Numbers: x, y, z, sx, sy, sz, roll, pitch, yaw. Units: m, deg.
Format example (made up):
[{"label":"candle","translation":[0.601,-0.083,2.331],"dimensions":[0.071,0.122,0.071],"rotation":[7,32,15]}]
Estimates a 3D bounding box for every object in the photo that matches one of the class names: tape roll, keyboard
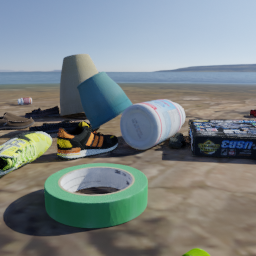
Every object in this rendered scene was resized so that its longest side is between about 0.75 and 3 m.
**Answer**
[{"label":"tape roll","translation":[-0.510,1.026,4.622],"dimensions":[1.670,0.401,1.670],"rotation":[0,12,0]},{"label":"keyboard","translation":[-2.567,-0.089,10.453],"dimensions":[2.168,0.223,1.378],"rotation":[-7,14,-35]}]

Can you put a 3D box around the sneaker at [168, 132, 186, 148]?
[{"label":"sneaker","translation":[1.467,0.393,7.982],"dimensions":[0.431,0.361,0.950],"rotation":[16,23,21]}]

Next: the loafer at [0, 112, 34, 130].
[{"label":"loafer","translation":[-4.362,-0.275,10.302],"dimensions":[1.754,0.623,0.640],"rotation":[-6,13,-27]}]

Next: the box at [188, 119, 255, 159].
[{"label":"box","translation":[3.007,0.228,7.948],"dimensions":[2.472,0.614,2.453],"rotation":[1,11,8]}]

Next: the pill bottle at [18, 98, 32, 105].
[{"label":"pill bottle","translation":[-6.419,-1.659,17.414],"dimensions":[0.778,0.440,0.440],"rotation":[-8,14,-34]}]

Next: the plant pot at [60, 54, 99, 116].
[{"label":"plant pot","translation":[-2.160,-2.042,13.030],"dimensions":[2.410,2.574,2.410],"rotation":[-9,6,1]}]

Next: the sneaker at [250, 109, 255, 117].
[{"label":"sneaker","translation":[6.046,-0.707,13.040],"dimensions":[0.443,0.368,0.927],"rotation":[2,12,2]}]

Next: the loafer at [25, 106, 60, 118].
[{"label":"loafer","translation":[-3.960,-0.765,12.976],"dimensions":[1.567,0.493,0.563],"rotation":[-5,13,-24]}]

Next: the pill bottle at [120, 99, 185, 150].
[{"label":"pill bottle","translation":[0.859,-0.205,8.410],"dimensions":[1.260,1.260,2.318],"rotation":[7,13,31]}]

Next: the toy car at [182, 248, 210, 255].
[{"label":"toy car","translation":[0.423,1.560,1.849],"dimensions":[0.885,0.850,1.078],"rotation":[-13,46,-36]}]

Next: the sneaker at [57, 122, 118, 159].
[{"label":"sneaker","translation":[-0.977,0.235,7.295],"dimensions":[1.886,0.849,0.659],"rotation":[-11,16,-42]}]

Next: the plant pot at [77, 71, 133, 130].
[{"label":"plant pot","translation":[-0.923,-1.061,10.026],"dimensions":[1.729,1.624,1.729],"rotation":[-30,4,3]}]

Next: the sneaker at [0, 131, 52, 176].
[{"label":"sneaker","translation":[-2.430,0.639,5.981],"dimensions":[0.751,0.741,1.966],"rotation":[17,30,39]}]
